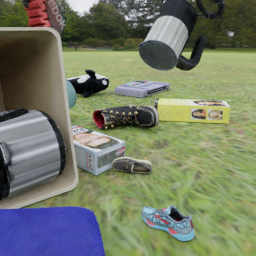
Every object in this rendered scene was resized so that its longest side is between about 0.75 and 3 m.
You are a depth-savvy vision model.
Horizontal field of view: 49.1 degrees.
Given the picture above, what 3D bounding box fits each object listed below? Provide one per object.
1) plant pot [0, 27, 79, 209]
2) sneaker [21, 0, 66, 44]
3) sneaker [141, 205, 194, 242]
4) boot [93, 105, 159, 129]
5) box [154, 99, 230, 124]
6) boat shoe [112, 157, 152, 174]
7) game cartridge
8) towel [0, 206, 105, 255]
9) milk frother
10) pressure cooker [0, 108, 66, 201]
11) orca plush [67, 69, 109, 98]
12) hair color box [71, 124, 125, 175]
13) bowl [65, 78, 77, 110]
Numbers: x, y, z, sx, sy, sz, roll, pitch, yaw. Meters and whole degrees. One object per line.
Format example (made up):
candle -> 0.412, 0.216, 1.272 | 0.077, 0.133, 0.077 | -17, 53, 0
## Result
plant pot -> -2.833, -0.137, 4.995 | 2.789, 2.792, 2.472 | -14, 14, -35
sneaker -> -2.110, -3.014, 7.151 | 0.755, 2.135, 1.043 | 5, 18, 27
sneaker -> 0.574, 1.262, 4.049 | 0.855, 0.408, 0.339 | 13, 22, 34
boot -> -0.097, -0.311, 8.315 | 1.416, 0.688, 1.881 | -9, 17, -29
box -> 2.057, -0.584, 9.296 | 2.391, 0.599, 0.900 | 2, 18, 8
boat shoe -> 0.081, 0.772, 5.688 | 0.835, 0.306, 0.271 | 1, 13, 1
game cartridge -> 0.723, -1.966, 13.738 | 1.670, 0.495, 2.576 | 17, 24, 31
towel -> -0.994, 1.622, 2.939 | 1.573, 0.528, 2.130 | 3, 17, -13
milk frother -> 1.787, -3.321, 9.249 | 2.119, 2.348, 2.209 | 23, 65, 6
pressure cooker -> -1.988, 0.457, 4.652 | 1.549, 1.362, 1.383 | -19, 46, -40
orca plush -> -2.014, -1.851, 12.503 | 2.693, 1.417, 0.957 | 7, 48, -38
hair color box -> -0.993, 0.427, 6.349 | 1.771, 0.537, 0.877 | 17, 24, 39
bowl -> -2.677, -0.950, 9.005 | 1.807, 1.807, 0.945 | 7, 47, 19
